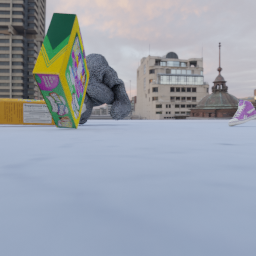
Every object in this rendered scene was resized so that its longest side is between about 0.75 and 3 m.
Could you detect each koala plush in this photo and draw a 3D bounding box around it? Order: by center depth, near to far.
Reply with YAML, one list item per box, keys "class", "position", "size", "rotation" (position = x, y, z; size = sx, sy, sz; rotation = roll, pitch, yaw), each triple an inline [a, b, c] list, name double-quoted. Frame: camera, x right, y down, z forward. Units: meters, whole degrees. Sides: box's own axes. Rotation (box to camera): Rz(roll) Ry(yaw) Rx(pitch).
- class: "koala plush"
  position: [-1.703, -1.130, 10.282]
  size: [2.730, 2.509, 2.421]
  rotation: [-38, 41, -27]

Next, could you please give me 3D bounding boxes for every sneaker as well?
- class: "sneaker"
  position: [3.469, -0.477, 8.706]
  size: [1.237, 0.705, 0.448]
  rotation: [-18, -3, -32]

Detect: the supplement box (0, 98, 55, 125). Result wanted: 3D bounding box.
- class: "supplement box"
  position: [-3.406, -0.514, 8.755]
  size: [2.401, 0.826, 0.799]
  rotation: [3, 10, -13]

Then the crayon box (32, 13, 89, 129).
- class: "crayon box"
  position: [-1.384, -1.185, 6.233]
  size: [0.570, 1.687, 1.955]
  rotation: [5, -31, 4]
